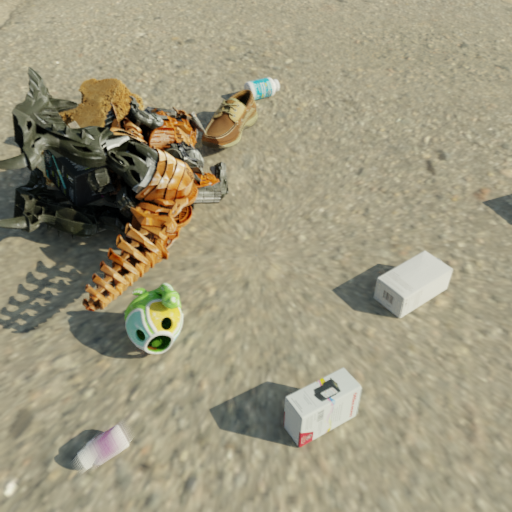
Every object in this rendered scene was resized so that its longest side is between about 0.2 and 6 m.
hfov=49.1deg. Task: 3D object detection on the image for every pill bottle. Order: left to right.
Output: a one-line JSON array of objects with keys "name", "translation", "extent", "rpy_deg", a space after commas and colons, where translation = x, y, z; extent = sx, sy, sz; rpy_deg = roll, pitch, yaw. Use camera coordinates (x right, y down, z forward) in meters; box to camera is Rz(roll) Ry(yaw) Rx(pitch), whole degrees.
[{"name": "pill bottle", "translation": [-1.935, 2.423, 7.068], "extent": [0.582, 0.327, 0.327], "rpy_deg": [-29, 49, -19]}, {"name": "pill bottle", "translation": [0.158, -4.376, 14.647], "extent": [0.888, 0.492, 0.492], "rpy_deg": [-20, 45, -20]}]

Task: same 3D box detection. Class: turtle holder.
[{"name": "turtle holder", "translation": [-1.409, 0.929, 8.257], "extent": [1.124, 0.854, 0.798], "rpy_deg": [-35, 45, 15]}]

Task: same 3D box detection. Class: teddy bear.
[{"name": "teddy bear", "translation": [-3.625, -2.588, 12.394], "extent": [2.367, 1.090, 3.264], "rpy_deg": [-9, 50, -1]}]

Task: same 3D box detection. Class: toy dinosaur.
[{"name": "toy dinosaur", "translation": [-2.291, -1.404, 9.925], "extent": [3.752, 2.824, 5.529], "rpy_deg": [12, 19, -11]}]

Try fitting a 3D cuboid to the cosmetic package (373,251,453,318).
[{"name": "cosmetic package", "translation": [2.579, 0.451, 9.203], "extent": [1.160, 0.492, 0.624], "rpy_deg": [-24, 46, -25]}]

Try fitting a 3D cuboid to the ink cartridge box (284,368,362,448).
[{"name": "ink cartridge box", "translation": [0.863, 1.980, 7.335], "extent": [0.946, 0.689, 0.392], "rpy_deg": [-21, 44, -23]}]

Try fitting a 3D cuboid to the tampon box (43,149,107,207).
[{"name": "tampon box", "translation": [-3.410, -1.610, 10.590], "extent": [0.689, 0.818, 1.092], "rpy_deg": [-31, 63, -35]}]

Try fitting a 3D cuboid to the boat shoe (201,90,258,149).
[{"name": "boat shoe", "translation": [-0.630, -3.224, 12.961], "extent": [0.857, 0.837, 2.266], "rpy_deg": [13, 38, 15]}]
